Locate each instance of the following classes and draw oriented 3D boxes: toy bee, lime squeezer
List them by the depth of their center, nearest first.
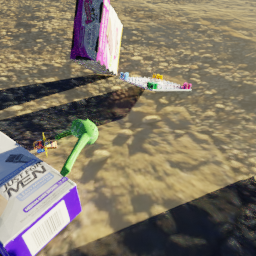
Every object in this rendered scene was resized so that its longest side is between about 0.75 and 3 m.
[{"bbox_3d":[-1.150,0.249,6.348,0.548,1.026,2.904,32,0,-21],"label":"lime squeezer"},{"bbox_3d":[-2.074,0.446,6.741,0.890,0.583,0.484,-30,3,-42],"label":"toy bee"}]

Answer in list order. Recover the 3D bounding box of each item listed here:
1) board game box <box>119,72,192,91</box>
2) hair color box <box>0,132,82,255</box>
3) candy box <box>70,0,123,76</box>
[{"bbox_3d":[0.891,-1.541,9.252,1.787,0.231,1.787,-5,23,-35],"label":"board game box"},{"bbox_3d":[-2.516,1.208,5.675,2.878,0.933,1.573,24,46,31],"label":"hair color box"},{"bbox_3d":[-0.942,-2.970,9.413,0.895,2.001,2.934,7,4,8],"label":"candy box"}]
